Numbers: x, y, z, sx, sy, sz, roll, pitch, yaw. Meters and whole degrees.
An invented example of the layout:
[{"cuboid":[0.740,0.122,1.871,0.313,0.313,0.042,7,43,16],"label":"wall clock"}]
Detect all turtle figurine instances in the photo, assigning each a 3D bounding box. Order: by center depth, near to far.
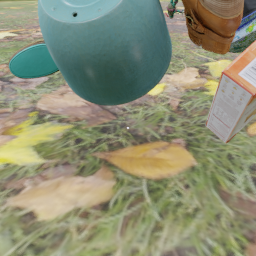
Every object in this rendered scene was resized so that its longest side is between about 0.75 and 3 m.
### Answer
[{"cuboid":[1.600,-4.171,9.693,0.523,1.039,0.778,-32,59,-20],"label":"turtle figurine"}]

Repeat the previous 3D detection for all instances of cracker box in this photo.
[{"cuboid":[1.681,-0.536,3.794,1.104,1.649,0.476,-42,69,-8],"label":"cracker box"}]

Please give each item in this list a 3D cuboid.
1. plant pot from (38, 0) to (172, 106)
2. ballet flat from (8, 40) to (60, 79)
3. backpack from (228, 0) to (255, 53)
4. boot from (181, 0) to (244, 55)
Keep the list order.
[{"cuboid":[-0.413,-1.706,4.599,2.185,1.754,2.185,-4,70,10],"label":"plant pot"},{"cuboid":[-1.681,-2.000,6.932,2.615,0.887,0.946,-23,32,12],"label":"ballet flat"},{"cuboid":[2.985,-2.637,7.096,1.658,1.219,1.517,-11,-8,-40],"label":"backpack"},{"cuboid":[1.025,-2.032,4.371,0.690,1.397,1.800,-45,65,-7],"label":"boot"}]
